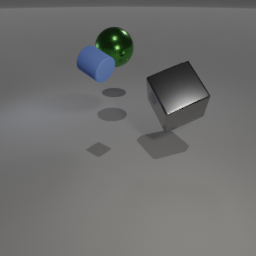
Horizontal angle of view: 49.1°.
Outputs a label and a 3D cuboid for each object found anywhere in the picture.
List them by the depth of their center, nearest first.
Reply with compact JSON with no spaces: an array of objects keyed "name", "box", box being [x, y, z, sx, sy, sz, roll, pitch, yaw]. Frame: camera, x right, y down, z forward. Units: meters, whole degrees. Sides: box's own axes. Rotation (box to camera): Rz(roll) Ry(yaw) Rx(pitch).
[{"name":"cylinder","box":[-0.809,-1.609,7.059,0.700,0.700,0.700,36,40,22]},{"name":"cube","box":[1.496,-0.939,8.679,1.400,1.400,1.400,-23,68,-3]},{"name":"ball","box":[-0.491,-2.905,10.100,1.400,1.400,1.400,0,27,0]}]
